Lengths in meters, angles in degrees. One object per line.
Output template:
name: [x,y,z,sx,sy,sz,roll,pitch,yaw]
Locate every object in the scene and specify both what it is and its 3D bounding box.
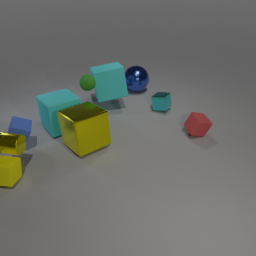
cube: [-3.877,1.362,8.897,0.700,0.700,0.700,5,20,6]
cylinder: [-3.804,0.512,9.126,0.700,0.700,0.700,7,32,6]
cube: [2.819,-0.148,11.297,0.700,0.700,0.700,5,38,-32]
cube: [-1.639,-0.015,10.552,1.400,1.400,1.400,-23,32,-31]
cube: [1.599,-1.267,13.269,0.700,0.700,0.700,4,27,31]
ball: [0.430,-2.624,14.982,1.400,1.400,1.400,0,31,0]
cube: [-0.906,-2.174,13.111,1.400,1.400,1.400,-13,24,-8]
ball: [-1.719,-1.929,11.921,0.700,0.700,0.700,0,31,0]
cube: [-2.835,-0.667,11.723,1.400,1.400,1.400,-20,34,-29]
cube: [-3.980,0.093,10.261,0.700,0.700,0.700,15,32,-26]
